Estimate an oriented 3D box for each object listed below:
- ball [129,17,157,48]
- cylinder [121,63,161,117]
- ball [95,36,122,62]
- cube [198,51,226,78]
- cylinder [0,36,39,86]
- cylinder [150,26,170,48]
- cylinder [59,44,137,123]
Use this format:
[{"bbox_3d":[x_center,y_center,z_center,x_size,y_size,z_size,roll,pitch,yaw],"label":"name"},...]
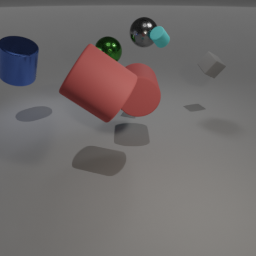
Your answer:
[{"bbox_3d":[0.768,-4.629,13.579,1.400,1.400,1.400,0,27,0],"label":"ball"},{"bbox_3d":[0.328,-1.296,9.385,1.400,1.400,1.400,0,30,-1],"label":"cylinder"},{"bbox_3d":[-0.997,-3.884,14.113,1.400,1.400,1.400,0,27,0],"label":"ball"},{"bbox_3d":[3.492,-2.629,11.709,0.700,0.700,0.700,13,40,-38],"label":"cube"},{"bbox_3d":[-4.201,-2.558,10.729,1.400,1.400,1.400,13,41,-12],"label":"cylinder"},{"bbox_3d":[1.461,-4.160,12.835,0.700,0.700,0.700,23,-5,37],"label":"cylinder"},{"bbox_3d":[-0.723,-1.070,6.840,1.400,1.400,1.400,33,24,-13],"label":"cylinder"}]
